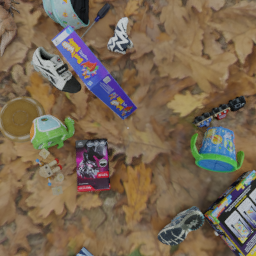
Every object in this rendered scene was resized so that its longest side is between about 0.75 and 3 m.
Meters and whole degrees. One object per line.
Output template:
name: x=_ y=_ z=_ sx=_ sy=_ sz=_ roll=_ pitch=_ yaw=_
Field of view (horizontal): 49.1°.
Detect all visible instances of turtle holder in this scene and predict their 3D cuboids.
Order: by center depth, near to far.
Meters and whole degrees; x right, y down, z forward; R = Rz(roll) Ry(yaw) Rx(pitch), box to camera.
turtle holder: x=-2.851 y=0.102 z=10.554 sx=1.696 sy=1.288 sz=1.204 roll=-26 pitch=79 yaw=-4

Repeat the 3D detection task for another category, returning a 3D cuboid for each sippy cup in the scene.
sippy cup: x=3.338 y=0.761 z=10.424 sx=1.506 sy=1.918 sz=1.405 roll=-3 pitch=63 yaw=37

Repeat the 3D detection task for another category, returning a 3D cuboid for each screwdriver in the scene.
screwdriver: x=-1.548 y=-4.436 z=11.979 sx=0.342 sy=0.328 sz=2.348 roll=34 pitch=80 yaw=38

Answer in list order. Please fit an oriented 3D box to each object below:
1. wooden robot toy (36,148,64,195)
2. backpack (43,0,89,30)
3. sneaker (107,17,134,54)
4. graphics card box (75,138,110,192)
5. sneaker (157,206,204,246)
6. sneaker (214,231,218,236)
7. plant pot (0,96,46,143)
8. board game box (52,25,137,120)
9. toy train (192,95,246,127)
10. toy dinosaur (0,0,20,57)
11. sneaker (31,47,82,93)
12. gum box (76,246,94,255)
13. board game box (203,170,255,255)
wooden robot toy: x=-2.304 y=1.285 z=8.184 sx=0.618 sy=0.637 sz=1.403 roll=-28 pitch=94 yaw=-40
backpack: x=-2.450 y=-5.080 z=11.316 sx=1.676 sy=1.921 sz=2.186 roll=-17 pitch=78 yaw=13
sneaker: x=-0.104 y=-3.786 z=11.688 sx=0.997 sy=0.612 sz=1.533 roll=26 pitch=80 yaw=4
graphics card box: x=-1.337 y=1.408 z=10.694 sx=1.229 sy=0.498 sz=1.959 roll=-4 pitch=78 yaw=0
sneaker: x=1.913 y=3.547 z=10.203 sx=1.903 sy=0.821 sz=0.739 roll=-36 pitch=101 yaw=14
sneaker: x=3.375 y=3.356 z=10.360 sx=0.499 sy=0.429 sz=1.178 roll=30 pitch=69 yaw=7
plant pot: x=-4.269 y=-0.380 z=11.179 sx=1.917 sy=0.263 sz=1.917 roll=0 pitch=79 yaw=1
board game box: x=-0.861 y=-1.510 z=8.480 sx=0.650 sy=2.902 sz=1.951 roll=-39 pitch=69 yaw=4
toy train: x=3.662 y=-0.605 z=11.173 sx=2.372 sy=0.405 sz=0.543 roll=-25 pitch=92 yaw=-6
toy dinosaur: x=-5.204 y=-4.541 z=11.652 sx=1.219 sy=1.925 sz=2.840 roll=-11 pitch=103 yaw=36
sneaker: x=-2.390 y=-1.965 z=9.499 sx=1.991 sy=0.881 sz=0.737 roll=35 pitch=49 yaw=-4
gum box: x=-1.625 y=5.797 z=9.786 sx=1.992 sy=0.522 sz=2.344 roll=40 pitch=81 yaw=7
board game box: x=4.263 y=3.086 z=10.000 sx=2.515 sy=0.713 sz=2.079 roll=-36 pitch=82 yaw=-19
